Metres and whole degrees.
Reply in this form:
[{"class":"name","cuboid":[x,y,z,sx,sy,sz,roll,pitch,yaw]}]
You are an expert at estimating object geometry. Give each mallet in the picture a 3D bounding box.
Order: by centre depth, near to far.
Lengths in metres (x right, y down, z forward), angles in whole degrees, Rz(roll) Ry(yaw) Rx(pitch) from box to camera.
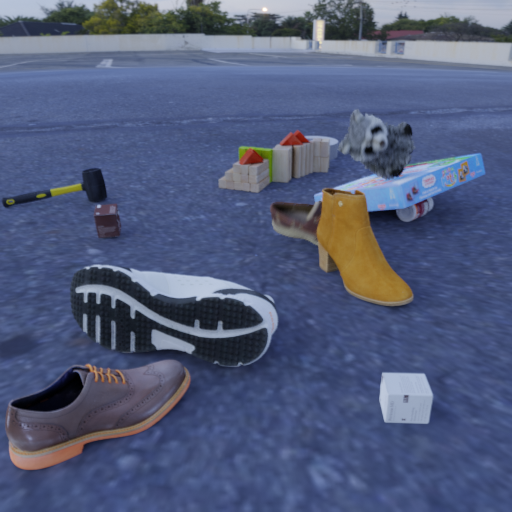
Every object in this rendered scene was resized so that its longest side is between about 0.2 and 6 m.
[{"class":"mallet","cuboid":[-4.828,-1.422,13.575,2.424,0.798,0.499,-20,21,-8]}]

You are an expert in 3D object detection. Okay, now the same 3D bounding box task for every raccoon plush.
[{"class":"raccoon plush","cuboid":[2.081,-2.215,11.506,1.560,1.127,2.329,13,-7,-23]}]

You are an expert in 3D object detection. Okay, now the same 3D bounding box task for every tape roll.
[{"class":"tape roll","cuboid":[1.853,-3.449,17.970,1.529,0.505,1.529,-1,23,0]}]

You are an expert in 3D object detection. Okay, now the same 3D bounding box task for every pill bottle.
[{"class":"pill bottle","cuboid":[3.597,-1.106,12.652,0.874,0.499,0.499,-22,32,-40]}]

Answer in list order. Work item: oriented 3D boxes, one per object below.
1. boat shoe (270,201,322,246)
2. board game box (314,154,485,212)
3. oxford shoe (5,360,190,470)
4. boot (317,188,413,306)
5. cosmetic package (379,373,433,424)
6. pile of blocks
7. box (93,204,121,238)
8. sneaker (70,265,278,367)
[{"class":"boat shoe","cuboid":[1.185,-0.684,10.770,1.996,0.719,0.720,15,59,25]},{"class":"board game box","cuboid":[3.277,-1.617,12.765,3.173,0.581,2.400,-23,14,-37]},{"class":"oxford shoe","cuboid":[-1.659,1.554,6.231,2.138,0.779,0.762,-20,31,-38]},{"class":"boot","cuboid":[1.749,-0.235,9.310,0.778,1.583,2.212,-15,28,-29]},{"class":"cosmetic package","cuboid":[1.722,1.643,6.483,0.505,0.416,0.417,0,24,2]},{"class":"pile of blocks","cuboid":[0.601,-2.837,15.673,3.962,1.231,1.627,-21,31,-40]},{"class":"box","cuboid":[-3.051,-0.716,11.512,0.448,0.546,0.453,-5,34,-6]},{"class":"sneaker","cuboid":[-1.165,0.784,7.920,3.134,1.155,1.254,12,12,16]}]
